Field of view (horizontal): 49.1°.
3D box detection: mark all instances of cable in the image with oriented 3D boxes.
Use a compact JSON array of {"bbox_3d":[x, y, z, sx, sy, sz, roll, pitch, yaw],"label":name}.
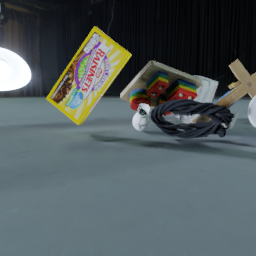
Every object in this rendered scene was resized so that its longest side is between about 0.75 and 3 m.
[{"bbox_3d":[1.391,-0.175,6.323,1.809,0.459,1.476,10,-21,8],"label":"cable"}]

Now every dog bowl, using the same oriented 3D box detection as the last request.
[{"bbox_3d":[2.523,-0.397,8.969,1.895,0.556,1.895,5,11,-1],"label":"dog bowl"}]

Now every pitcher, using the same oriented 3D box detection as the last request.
[{"bbox_3d":[0.355,-0.204,7.921,0.479,0.791,0.678,20,55,6],"label":"pitcher"}]

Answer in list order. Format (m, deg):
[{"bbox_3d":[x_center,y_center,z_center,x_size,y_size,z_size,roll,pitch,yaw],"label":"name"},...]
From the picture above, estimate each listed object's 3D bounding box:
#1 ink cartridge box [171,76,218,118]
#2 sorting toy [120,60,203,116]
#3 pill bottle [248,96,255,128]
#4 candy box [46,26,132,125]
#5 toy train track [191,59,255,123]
[{"bbox_3d":[2.736,-1.340,11.858,0.930,1.620,2.231,28,24,34],"label":"ink cartridge box"},{"bbox_3d":[1.160,-1.150,9.966,2.167,0.754,2.154,14,-32,-26],"label":"sorting toy"},{"bbox_3d":[3.702,-0.292,6.799,1.007,1.007,1.853,7,-2,41],"label":"pill bottle"},{"bbox_3d":[-1.079,-1.358,7.501,1.213,2.374,0.314,38,13,3],"label":"candy box"},{"bbox_3d":[2.958,-0.888,8.081,2.721,1.561,0.443,-37,2,-1],"label":"toy train track"}]
